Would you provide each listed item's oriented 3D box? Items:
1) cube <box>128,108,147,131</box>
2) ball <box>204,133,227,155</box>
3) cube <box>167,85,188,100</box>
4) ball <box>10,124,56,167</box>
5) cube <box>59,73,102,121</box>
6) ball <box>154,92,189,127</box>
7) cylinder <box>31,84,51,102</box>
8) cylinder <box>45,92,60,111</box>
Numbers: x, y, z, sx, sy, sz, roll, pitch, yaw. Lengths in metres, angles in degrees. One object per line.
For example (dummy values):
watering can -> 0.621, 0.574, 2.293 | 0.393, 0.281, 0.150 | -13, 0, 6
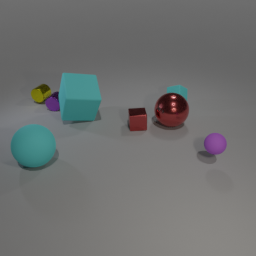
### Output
cube -> 0.387, -0.354, 11.366 | 0.700, 0.700, 0.700 | -4, 30, -3
ball -> 2.791, 0.504, 8.960 | 0.700, 0.700, 0.700 | 0, 30, 0
cube -> 2.250, -1.504, 12.846 | 0.700, 0.700, 0.700 | -5, -13, 41
ball -> -3.065, 0.573, 9.110 | 1.400, 1.400, 1.400 | 0, 30, 0
cube -> -2.021, -1.260, 11.559 | 1.400, 1.400, 1.400 | 0, 55, -22
ball -> 1.766, -0.734, 11.345 | 1.400, 1.400, 1.400 | 0, 30, 0
cylinder -> -4.160, -1.677, 13.422 | 0.700, 0.700, 0.700 | 10, 32, 16
cylinder -> -3.333, -1.231, 12.884 | 0.700, 0.700, 0.700 | 5, 30, 9
